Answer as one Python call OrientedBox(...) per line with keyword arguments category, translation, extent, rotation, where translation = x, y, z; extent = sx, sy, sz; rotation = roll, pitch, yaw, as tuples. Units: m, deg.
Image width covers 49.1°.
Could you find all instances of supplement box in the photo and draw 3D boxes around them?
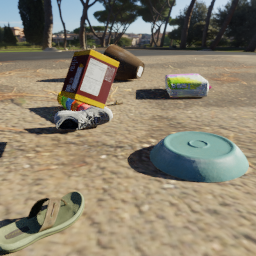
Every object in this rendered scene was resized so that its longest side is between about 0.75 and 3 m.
OrientedBox(category="supplement box", translation=(-1.149, -1.414, 8.136), extent=(0.926, 1.394, 1.375), rotation=(19, 0, -32))

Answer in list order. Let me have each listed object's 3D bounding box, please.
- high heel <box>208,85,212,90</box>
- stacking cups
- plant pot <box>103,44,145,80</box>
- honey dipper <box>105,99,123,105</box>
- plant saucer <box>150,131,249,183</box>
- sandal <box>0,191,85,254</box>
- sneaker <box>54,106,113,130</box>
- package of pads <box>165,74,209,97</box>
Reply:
OrientedBox(category="high heel", translation=(4.482, -2.590, 16.828), extent=(0.628, 0.441, 1.308), rotation=(-9, 24, -7))
OrientedBox(category="stacking cups", translation=(-2.151, -0.925, 11.869), extent=(0.825, 0.825, 2.727), rotation=(-12, 27, -31))
OrientedBox(category="plant pot", translation=(-0.220, -4.341, 19.616), extent=(2.543, 2.377, 2.377), rotation=(22, 27, 21))
OrientedBox(category="honey dipper", translation=(-0.862, -1.144, 13.164), extent=(1.302, 0.247, 0.247), rotation=(-12, 23, -23))
OrientedBox(category="plant saucer", translation=(1.940, 0.627, 7.762), extent=(2.673, 0.480, 2.673), rotation=(0, 19, 0))
OrientedBox(category="sandal", translation=(-1.507, 1.573, 5.018), extent=(0.711, 0.511, 1.789), rotation=(17, 25, 39))
OrientedBox(category="sneaker", translation=(-1.582, -0.213, 10.008), extent=(2.105, 0.786, 0.863), rotation=(-9, 32, -1))
OrientedBox(category="package of pads", translation=(3.223, -2.379, 15.597), extent=(2.070, 0.914, 2.680), rotation=(-1, 20, 2))
